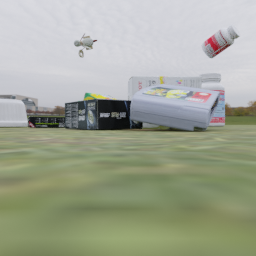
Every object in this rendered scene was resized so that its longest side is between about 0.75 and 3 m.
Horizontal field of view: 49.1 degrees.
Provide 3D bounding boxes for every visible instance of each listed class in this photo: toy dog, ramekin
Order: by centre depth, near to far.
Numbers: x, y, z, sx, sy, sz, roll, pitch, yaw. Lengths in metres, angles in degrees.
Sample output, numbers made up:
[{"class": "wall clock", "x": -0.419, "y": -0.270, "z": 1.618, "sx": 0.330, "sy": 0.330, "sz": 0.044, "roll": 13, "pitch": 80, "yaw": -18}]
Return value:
[{"class": "ramekin", "x": -5.621, "y": -0.614, "z": 12.108, "sx": 2.520, "sy": 1.174, "sz": 2.520, "roll": -1, "pitch": 1, "yaw": 0}, {"class": "toy dog", "x": -1.953, "y": -4.072, "z": 13.393, "sx": 0.701, "sy": 0.960, "sz": 1.455, "roll": -11, "pitch": 34, "yaw": 22}]

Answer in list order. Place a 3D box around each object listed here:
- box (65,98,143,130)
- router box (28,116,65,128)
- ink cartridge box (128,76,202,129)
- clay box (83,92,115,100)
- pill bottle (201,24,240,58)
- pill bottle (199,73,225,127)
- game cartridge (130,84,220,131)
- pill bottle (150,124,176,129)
[{"class": "box", "x": -0.660, "y": -0.326, "z": 7.265, "sx": 1.377, "sy": 0.724, "sz": 1.682, "roll": -1, "pitch": 1, "yaw": -39}, {"class": "router box", "x": -2.988, "y": -0.202, "z": 10.277, "sx": 1.299, "sy": 0.403, "sz": 0.973, "roll": 0, "pitch": 1, "yaw": -21}, {"class": "ink cartridge box", "x": 1.108, "y": -0.768, "z": 8.658, "sx": 2.170, "sy": 1.577, "sz": 0.950, "roll": 0, "pitch": 1, "yaw": -7}, {"class": "clay box", "x": -0.675, "y": -0.826, "z": 11.698, "sx": 2.720, "sy": 0.647, "sz": 1.563, "roll": 30, "pitch": 17, "yaw": 32}, {"class": "pill bottle", "x": 2.505, "y": -2.348, "z": 7.563, "sx": 0.521, "sy": 0.521, "sz": 0.928, "roll": -1, "pitch": -25, "yaw": -47}, {"class": "pill bottle", "x": 4.285, "y": -1.425, "z": 14.640, "sx": 1.490, "sy": 2.739, "sz": 1.490, "roll": -1, "pitch": 2, "yaw": 0}, {"class": "game cartridge", "x": 1.095, "y": -0.574, "z": 6.391, "sx": 1.732, "sy": 0.532, "sz": 2.603, "roll": 7, "pitch": 18, "yaw": 21}, {"class": "pill bottle", "x": 1.133, "y": -0.307, "z": 7.540, "sx": 1.224, "sy": 0.697, "sz": 0.697, "roll": -1, "pitch": 1, "yaw": -43}]
